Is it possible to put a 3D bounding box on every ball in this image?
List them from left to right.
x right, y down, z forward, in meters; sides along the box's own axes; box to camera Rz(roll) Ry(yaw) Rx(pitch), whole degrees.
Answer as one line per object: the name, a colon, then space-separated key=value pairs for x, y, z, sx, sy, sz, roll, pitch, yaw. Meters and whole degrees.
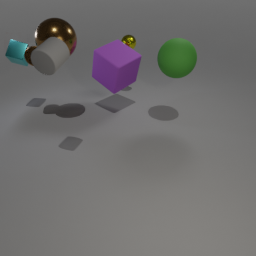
ball: x=-2.462 y=-3.040 z=9.623 sx=1.400 sy=1.400 sz=1.400 roll=0 pitch=29 yaw=0
ball: x=0.028 y=-3.880 z=12.745 sx=0.700 sy=0.700 sz=0.700 roll=0 pitch=29 yaw=0
ball: x=1.755 y=-2.491 z=10.034 sx=1.400 sy=1.400 sz=1.400 roll=0 pitch=29 yaw=0

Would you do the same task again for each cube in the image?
cube: x=-4.330 y=-2.972 z=11.143 sx=0.700 sy=0.700 sz=0.700 roll=14 pitch=-9 yaw=-2
cube: x=-0.500 y=-2.561 z=11.659 sx=1.400 sy=1.400 sz=1.400 roll=39 pitch=54 yaw=21

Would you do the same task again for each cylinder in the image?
cylinder: x=-3.402 y=-2.641 z=10.389 sx=0.700 sy=0.700 sz=0.700 roll=-3 pitch=10 yaw=-6
cylinder: x=-1.923 y=-1.787 z=6.960 sx=0.700 sy=0.700 sz=0.700 roll=11 pitch=46 yaw=19
